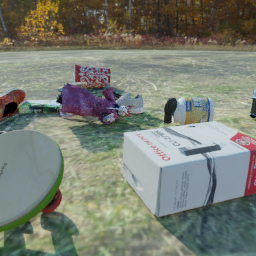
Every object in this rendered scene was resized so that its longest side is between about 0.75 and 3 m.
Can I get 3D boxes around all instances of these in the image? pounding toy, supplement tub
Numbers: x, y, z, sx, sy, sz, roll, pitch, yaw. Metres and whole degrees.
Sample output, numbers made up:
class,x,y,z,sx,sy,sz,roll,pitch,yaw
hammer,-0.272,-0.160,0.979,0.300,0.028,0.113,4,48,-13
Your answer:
class,x,y,z,sx,sy,sz,roll,pitch,yaw
pounding toy,-2.275,1.399,5.246,2.096,1.260,2.716,20,54,28
supplement tub,2.432,-0.632,10.627,1.451,1.050,1.050,0,20,2

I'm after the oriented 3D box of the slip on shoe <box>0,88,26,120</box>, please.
class,x,y,z,sx,sy,sz,roll,pitch,yaw
slip on shoe,-5.098,-0.998,11.992,0.906,1.097,2.962,28,17,-4

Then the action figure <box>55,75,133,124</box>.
class,x,y,z,sx,sy,sz,roll,pitch,yaw
action figure,-1.273,-0.719,11.012,2.992,2.228,2.004,13,56,-8

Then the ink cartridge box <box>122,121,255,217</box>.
class,x,y,z,sx,sy,sz,roll,pitch,yaw
ink cartridge box,1.459,0.776,6.521,2.761,1.156,1.992,-8,21,-21

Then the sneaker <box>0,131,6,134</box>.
class,x,y,z,sx,sy,sz,roll,pitch,yaw
sneaker,-4.067,0.419,8.308,1.683,0.660,0.668,14,26,8

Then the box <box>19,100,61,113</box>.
class,x,y,z,sx,sy,sz,roll,pitch,yaw
box,-3.889,-0.990,12.724,1.759,0.320,1.270,-3,20,-3

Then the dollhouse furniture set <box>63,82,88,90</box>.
class,x,y,z,sx,sy,sz,roll,pitch,yaw
dollhouse furniture set,-2.199,-1.461,12.926,1.060,1.066,1.513,-11,21,-28

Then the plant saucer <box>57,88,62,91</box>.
class,x,y,z,sx,sy,sz,roll,pitch,yaw
plant saucer,-3.831,-2.362,16.892,0.410,0.111,1.173,5,21,13

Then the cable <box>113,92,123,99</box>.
class,x,y,z,sx,sy,sz,roll,pitch,yaw
cable,-0.478,-1.663,14.268,0.908,0.283,1.113,13,11,-13

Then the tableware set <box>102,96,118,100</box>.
class,x,y,z,sx,sy,sz,roll,pitch,yaw
tableware set,-0.981,-1.369,13.663,1.305,0.396,1.975,2,20,7

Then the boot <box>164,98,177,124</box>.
class,x,y,z,sx,sy,sz,roll,pitch,yaw
boot,1.512,-0.828,10.198,0.432,1.237,0.814,12,49,0

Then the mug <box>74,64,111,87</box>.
class,x,y,z,sx,sy,sz,roll,pitch,yaw
mug,-2.260,-3.261,17.530,2.170,1.448,1.926,-1,21,-12

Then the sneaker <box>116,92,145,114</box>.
class,x,y,z,sx,sy,sz,roll,pitch,yaw
sneaker,-0.267,-1.078,12.072,2.010,0.925,0.761,-7,20,-17

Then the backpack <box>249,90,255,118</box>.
class,x,y,z,sx,sy,sz,roll,pitch,yaw
backpack,5.802,-0.788,10.682,1.791,1.205,1.635,6,10,5
